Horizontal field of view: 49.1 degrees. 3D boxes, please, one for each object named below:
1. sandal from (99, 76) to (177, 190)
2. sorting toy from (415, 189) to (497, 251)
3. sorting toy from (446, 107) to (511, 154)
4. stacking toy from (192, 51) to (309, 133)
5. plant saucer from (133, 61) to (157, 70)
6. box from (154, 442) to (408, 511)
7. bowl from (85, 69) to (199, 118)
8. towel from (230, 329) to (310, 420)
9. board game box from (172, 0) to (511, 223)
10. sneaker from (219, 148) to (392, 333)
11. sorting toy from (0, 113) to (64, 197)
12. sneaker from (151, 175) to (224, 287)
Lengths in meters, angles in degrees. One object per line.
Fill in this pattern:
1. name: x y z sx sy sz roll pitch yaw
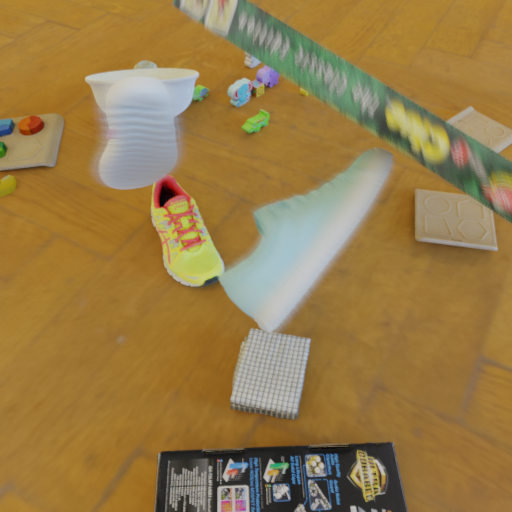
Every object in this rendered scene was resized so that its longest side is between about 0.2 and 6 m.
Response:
1. sandal: -1.787 -1.896 8.619 1.208 2.968 0.729 -4 72 -19
2. sorting toy: 3.815 -0.685 10.837 1.478 0.291 1.597 8 45 7
3. sorting toy: 5.020 -2.762 12.667 1.234 0.243 1.334 -33 61 -25
4. stacking toy: -0.046 -4.182 13.607 2.107 0.656 2.794 33 57 26
5. plant saucer: -2.891 -4.931 14.580 0.612 0.154 0.612 0 49 0
6. box: 0.339 3.839 6.545 3.122 0.781 3.145 -2 49 -2
7. bowl: -2.462 -3.477 12.441 2.448 1.100 2.448 -2 25 1
8. towel: 0.217 1.792 8.498 1.049 0.542 1.267 8 51 9
9. board game box: 1.717 -2.044 7.986 5.708 0.670 2.991 37 15 15
10. sneaker: 0.655 -0.495 7.680 1.247 1.125 3.044 38 79 6
11. sorting toy: -5.337 -2.258 12.116 1.964 0.353 2.637 -4 49 -3
12. sneaker: -1.357 -0.496 10.080 0.975 1.127 2.495 -22 54 -20
